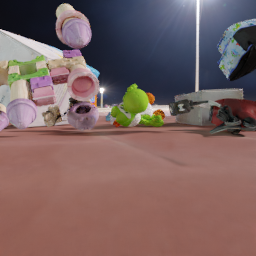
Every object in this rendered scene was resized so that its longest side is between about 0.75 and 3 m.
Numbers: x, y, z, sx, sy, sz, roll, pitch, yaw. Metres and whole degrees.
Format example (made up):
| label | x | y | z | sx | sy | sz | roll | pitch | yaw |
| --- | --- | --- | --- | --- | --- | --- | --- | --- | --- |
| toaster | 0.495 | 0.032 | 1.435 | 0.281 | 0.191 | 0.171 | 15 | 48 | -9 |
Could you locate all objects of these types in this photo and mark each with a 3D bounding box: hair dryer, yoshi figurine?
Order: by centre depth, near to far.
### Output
| label | x | y | z | sx | sy | sz | roll | pitch | yaw |
| --- | --- | --- | --- | --- | --- | --- | --- | --- | --- |
| hair dryer | 2.652 | -0.135 | 6.634 | 2.981 | 0.810 | 2.271 | -6 | 23 | -24 |
| yoshi figurine | 0.438 | -0.653 | 8.690 | 1.376 | 1.371 | 2.448 | 9 | 10 | 27 |

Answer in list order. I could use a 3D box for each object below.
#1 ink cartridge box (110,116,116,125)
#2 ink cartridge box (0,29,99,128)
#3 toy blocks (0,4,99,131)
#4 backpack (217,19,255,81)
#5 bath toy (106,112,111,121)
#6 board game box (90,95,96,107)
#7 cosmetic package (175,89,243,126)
| label | x | y | z | sx | sy | sz | roll | pitch | yaw |
| --- | --- | --- | --- | --- | --- | --- | --- | --- | --- |
| ink cartridge box | -0.166 | -0.299 | 10.451 | 0.813 | 0.348 | 0.600 | -1 | 3 | 27 |
| ink cartridge box | -2.870 | -1.499 | 9.140 | 2.178 | 2.188 | 2.982 | 32 | 13 | 17 |
| toy blocks | -1.832 | -0.612 | 5.407 | 2.697 | 2.886 | 2.429 | -13 | 39 | -13 |
| backpack | 2.908 | -1.963 | 7.049 | 1.264 | 1.015 | 1.381 | -21 | -26 | -20 |
| bath toy | -0.712 | -0.633 | 15.123 | 0.607 | 0.516 | 1.397 | 1 | 3 | 18 |
| board game box | -2.791 | -1.219 | 14.294 | 1.749 | 1.748 | 1.748 | 1 | 3 | 23 |
| cosmetic package | 2.858 | -0.743 | 10.420 | 1.546 | 1.305 | 2.895 | -4 | 6 | -9 |
